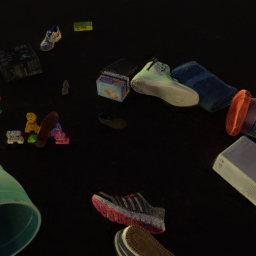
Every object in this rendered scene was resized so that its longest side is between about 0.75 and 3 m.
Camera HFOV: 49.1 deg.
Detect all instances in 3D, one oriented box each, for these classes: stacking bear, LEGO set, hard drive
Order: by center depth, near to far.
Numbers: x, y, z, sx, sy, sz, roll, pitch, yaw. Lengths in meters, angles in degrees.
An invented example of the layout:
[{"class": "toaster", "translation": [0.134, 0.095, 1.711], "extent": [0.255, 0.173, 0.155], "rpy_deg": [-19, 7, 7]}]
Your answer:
[{"class": "stacking bear", "translation": [5.171, -0.251, 10.187], "extent": [2.726, 1.655, 1.550], "rpy_deg": [15, 10, 4]}, {"class": "LEGO set", "translation": [-3.329, -0.028, 10.309], "extent": [2.237, 0.918, 0.853], "rpy_deg": [0, 48, 0]}, {"class": "hard drive", "translation": [-0.428, -2.633, 13.014], "extent": [1.537, 0.325, 1.037], "rpy_deg": [-36, 58, -28]}]

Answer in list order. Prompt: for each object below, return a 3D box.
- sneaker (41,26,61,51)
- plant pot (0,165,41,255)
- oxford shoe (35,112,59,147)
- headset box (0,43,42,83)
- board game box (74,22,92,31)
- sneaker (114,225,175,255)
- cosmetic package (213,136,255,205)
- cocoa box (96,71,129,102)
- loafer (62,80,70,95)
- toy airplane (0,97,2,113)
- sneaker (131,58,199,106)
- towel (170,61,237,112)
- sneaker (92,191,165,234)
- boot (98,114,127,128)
[{"class": "sneaker", "translation": [-4.096, -4.688, 14.562], "extent": [0.638, 0.747, 1.695], "rpy_deg": [13, 51, 10]}, {"class": "plant pot", "translation": [-3.909, 2.115, 7.616], "extent": [2.372, 2.372, 2.228], "rpy_deg": [-26, 46, -21]}, {"class": "oxford shoe", "translation": [-3.006, 0.034, 10.221], "extent": [0.495, 0.525, 1.404], "rpy_deg": [33, 74, -16]}, {"class": "headset box", "translation": [-5.073, -3.091, 13.078], "extent": [1.793, 0.832, 1.561], "rpy_deg": [-24, 52, -20]}, {"class": "board game box", "translation": [-2.534, -5.756, 15.842], "extent": [0.999, 0.238, 0.508], "rpy_deg": [-5, 49, -5]}, {"class": "sneaker", "translation": [0.546, 3.496, 7.391], "extent": [2.260, 1.226, 0.792], "rpy_deg": [48, 56, -1]}, {"class": "cosmetic package", "translation": [4.228, 1.599, 8.849], "extent": [1.363, 0.992, 2.680], "rpy_deg": [-30, 57, -24]}, {"class": "cocoa box", "translation": [-0.636, -1.775, 11.935], "extent": [1.194, 0.796, 0.784], "rpy_deg": [18, 51, 16]}, {"class": "loafer", "translation": [-2.705, -1.762, 12.304], "extent": [0.283, 0.306, 0.813], "rpy_deg": [8, 52, -9]}, {"class": "toy airplane", "translation": [-5.570, -0.854, 11.305], "extent": [0.980, 0.694, 0.984], "rpy_deg": [-1, 83, 13]}, {"class": "sneaker", "translation": [1.790, -2.059, 11.930], "extent": [2.963, 1.090, 1.748], "rpy_deg": [21, 58, 21]}, {"class": "towel", "translation": [3.183, -1.886, 12.117], "extent": [1.560, 0.678, 2.795], "rpy_deg": [-26, 54, -20]}, {"class": "sneaker", "translation": [0.086, 2.299, 8.335], "extent": [2.271, 0.838, 0.994], "rpy_deg": [17, 50, 10]}, {"class": "boot", "translation": [-0.615, -0.265, 10.696], "extent": [1.116, 0.541, 0.417], "rpy_deg": [13, 80, 10]}]
